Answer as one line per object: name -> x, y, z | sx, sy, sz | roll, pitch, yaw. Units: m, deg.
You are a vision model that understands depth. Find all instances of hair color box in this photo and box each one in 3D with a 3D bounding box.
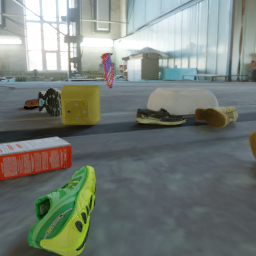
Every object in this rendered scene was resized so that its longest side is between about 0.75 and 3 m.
hair color box -> -1.769, 0.502, 4.847 | 1.423, 0.436, 0.722 | -7, 14, -33

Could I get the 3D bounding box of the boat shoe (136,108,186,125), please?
boat shoe -> 1.047, -0.384, 8.979 | 1.597, 0.517, 0.584 | 1, 12, 4

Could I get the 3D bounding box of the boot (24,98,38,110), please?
boot -> -4.140, -1.157, 12.943 | 1.276, 0.464, 1.355 | -3, 13, -18

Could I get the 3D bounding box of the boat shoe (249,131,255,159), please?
boat shoe -> 2.707, 0.151, 4.394 | 0.760, 0.777, 2.193 | -13, -4, -1

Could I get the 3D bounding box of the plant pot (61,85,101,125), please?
plant pot -> -1.534, -0.652, 8.787 | 1.228, 1.220, 1.257 | 0, 17, -1

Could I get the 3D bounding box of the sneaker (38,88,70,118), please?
sneaker -> -2.619, -1.050, 10.997 | 1.230, 1.072, 2.735 | -4, 12, -33

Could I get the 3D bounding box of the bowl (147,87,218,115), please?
bowl -> 2.337, -1.231, 12.099 | 2.606, 0.973, 2.602 | -2, 12, -17

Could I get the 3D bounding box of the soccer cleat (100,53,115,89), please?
soccer cleat -> -0.667, -2.105, 10.280 | 0.500, 1.308, 0.436 | -12, 11, -5

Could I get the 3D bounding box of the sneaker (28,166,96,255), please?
sneaker -> -0.688, 0.800, 3.119 | 0.618, 0.548, 1.480 | 4, 12, -1

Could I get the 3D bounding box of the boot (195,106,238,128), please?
boot -> 3.037, -0.380, 8.918 | 1.229, 0.576, 1.581 | -3, 9, -16
